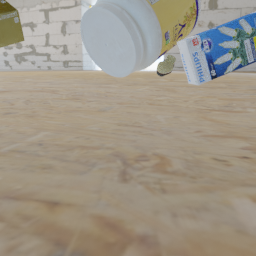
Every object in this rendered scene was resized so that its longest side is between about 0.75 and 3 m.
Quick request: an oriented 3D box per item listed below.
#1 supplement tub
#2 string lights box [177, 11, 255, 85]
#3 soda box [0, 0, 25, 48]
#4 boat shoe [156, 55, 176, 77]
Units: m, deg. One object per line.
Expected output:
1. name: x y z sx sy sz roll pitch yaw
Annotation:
1. supplement tub: 0.282 -2.065 5.429 1.539 1.539 2.117 13 46 42
2. string lights box: 0.963 -0.783 2.731 0.869 0.446 0.256 -23 17 -6
3. soda box: -3.741 -2.141 6.294 2.504 0.801 0.848 -30 54 -29
4. boat shoe: 0.975 -1.578 7.362 0.402 0.353 1.129 32 39 2
